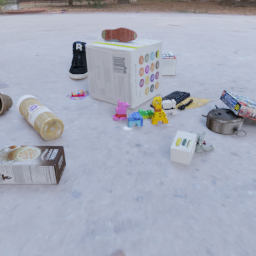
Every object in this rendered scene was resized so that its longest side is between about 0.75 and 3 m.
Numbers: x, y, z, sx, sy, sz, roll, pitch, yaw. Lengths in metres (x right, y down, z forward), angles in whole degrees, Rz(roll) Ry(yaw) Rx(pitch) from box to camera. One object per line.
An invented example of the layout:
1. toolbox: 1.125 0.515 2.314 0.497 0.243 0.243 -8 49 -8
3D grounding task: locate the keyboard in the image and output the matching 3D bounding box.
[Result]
1. keyboard: 2.046 -1.160 11.898 1.387 0.225 2.183 20 35 32

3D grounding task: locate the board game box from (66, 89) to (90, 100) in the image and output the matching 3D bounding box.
1. board game box: -2.251 -1.590 12.694 0.889 0.219 1.125 13 30 23

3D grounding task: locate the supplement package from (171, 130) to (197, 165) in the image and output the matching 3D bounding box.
1. supplement package: 1.605 0.562 8.091 0.569 0.565 0.750 12 46 21

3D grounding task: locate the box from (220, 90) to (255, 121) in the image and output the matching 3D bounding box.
1. box: 4.544 -0.675 10.068 2.110 0.421 1.445 14 26 -15

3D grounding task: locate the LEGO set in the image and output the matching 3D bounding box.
1. LEGO set: 0.749 -0.716 10.184 2.501 1.026 0.954 -6 29 -11

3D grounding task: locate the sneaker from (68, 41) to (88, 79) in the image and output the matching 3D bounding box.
1. sneaker: -2.753 -3.869 15.429 1.085 1.662 2.971 -2 28 -4

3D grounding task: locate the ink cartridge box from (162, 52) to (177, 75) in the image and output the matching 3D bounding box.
1. ink cartridge box: 1.402 -3.701 15.861 2.310 0.968 2.028 -2 27 -2

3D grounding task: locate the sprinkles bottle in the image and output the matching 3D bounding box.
1. sprinkles bottle: -3.118 -0.414 9.821 0.840 0.840 2.461 -20 34 -32

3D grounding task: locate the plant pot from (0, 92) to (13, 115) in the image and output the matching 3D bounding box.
1. plant pot: -4.995 -0.980 10.923 1.004 1.004 0.875 8 11 14

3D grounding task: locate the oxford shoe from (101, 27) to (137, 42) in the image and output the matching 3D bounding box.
1. oxford shoe: -0.291 -3.877 11.572 1.586 0.561 0.585 13 23 22

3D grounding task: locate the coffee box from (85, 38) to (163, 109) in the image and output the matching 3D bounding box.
1. coffee box: -0.097 -2.506 12.096 2.366 2.362 2.339 17 32 33

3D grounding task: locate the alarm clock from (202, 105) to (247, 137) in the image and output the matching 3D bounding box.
1. alarm clock: 3.470 -0.194 9.724 1.234 0.609 1.830 -8 32 -15

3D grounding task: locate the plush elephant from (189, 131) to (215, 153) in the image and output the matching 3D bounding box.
1. plush elephant: 2.163 0.386 8.502 0.849 0.657 0.699 -20 34 -33

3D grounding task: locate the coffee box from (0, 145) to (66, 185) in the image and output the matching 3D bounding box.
1. coffee box: -2.582 0.957 7.421 1.658 0.661 0.948 0 28 1
